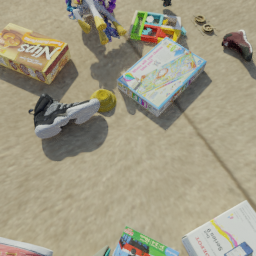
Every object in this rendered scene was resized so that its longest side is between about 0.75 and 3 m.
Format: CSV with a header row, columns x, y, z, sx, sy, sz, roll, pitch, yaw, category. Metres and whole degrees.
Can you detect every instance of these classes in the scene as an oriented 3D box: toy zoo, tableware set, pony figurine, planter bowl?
x,y,z,sx,sy,sz,roll,pitch,yaw,category
1.204,-3.920,11.001,2.184,0.223,1.433,12,62,7,toy zoo
3.033,-4.184,11.155,0.692,0.210,1.047,-22,64,-11,tableware set
-1.184,-4.320,9.933,2.237,2.593,2.686,-35,81,29,pony figurine
-0.845,-1.010,9.329,0.921,0.383,0.921,0,61,0,planter bowl

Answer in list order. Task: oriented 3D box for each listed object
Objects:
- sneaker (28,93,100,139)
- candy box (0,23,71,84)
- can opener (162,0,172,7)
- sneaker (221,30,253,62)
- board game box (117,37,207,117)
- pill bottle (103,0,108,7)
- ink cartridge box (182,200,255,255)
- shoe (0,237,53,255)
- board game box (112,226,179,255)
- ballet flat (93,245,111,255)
x,y,z,sx,sy,sz,roll,pitch,yaw,category
-2.062,-0.652,8.864,2.196,0.829,1.250,-28,67,-12,sneaker
-3.560,-2.708,10.060,2.565,0.709,1.481,23,64,12,candy box
1.502,-5.006,10.931,0.614,0.495,1.561,10,20,-3,can opener
3.959,-2.984,10.355,0.922,0.604,1.596,-4,51,4,sneaker
1.190,-1.862,9.742,1.821,0.463,2.708,39,68,18,board game box
-1.474,-5.309,11.498,1.226,0.687,0.687,-5,61,-3,pill bottle
2.495,2.891,6.949,1.882,0.824,1.368,-24,65,-11,ink cartridge box
-2.697,3.228,6.935,1.620,0.579,0.737,8,63,10,shoe
0.189,3.650,6.793,1.497,0.362,1.979,23,65,11,board game box
-1.067,3.687,6.604,0.640,0.677,2.009,18,64,12,ballet flat
